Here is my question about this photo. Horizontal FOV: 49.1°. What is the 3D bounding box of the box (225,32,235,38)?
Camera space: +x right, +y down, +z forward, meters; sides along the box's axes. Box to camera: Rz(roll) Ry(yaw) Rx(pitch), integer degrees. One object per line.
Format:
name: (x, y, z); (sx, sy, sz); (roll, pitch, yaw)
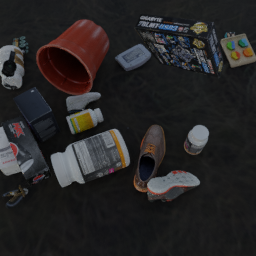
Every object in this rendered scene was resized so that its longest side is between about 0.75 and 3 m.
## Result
box: (4.933, -4.123, 13.413); (0.422, 0.252, 1.025); (2, 62, 1)

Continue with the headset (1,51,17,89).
headset: (-3.308, -1.651, 7.972); (0.508, 0.668, 1.082); (15, 71, -25)

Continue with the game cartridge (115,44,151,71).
game cartridge: (0.277, -3.246, 12.944); (1.485, 0.308, 0.989); (-32, 71, -16)

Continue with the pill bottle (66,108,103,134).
pill bottle: (-1.692, -0.313, 11.106); (1.335, 0.753, 0.753); (-21, 64, -11)

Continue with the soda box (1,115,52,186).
soda box: (-3.545, 0.760, 9.744); (0.836, 0.748, 2.362); (-25, 66, -20)

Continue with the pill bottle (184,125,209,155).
pill bottle: (2.550, 0.443, 10.418); (0.729, 1.252, 0.729); (0, 61, 0)

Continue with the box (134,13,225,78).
box: (1.820, -2.742, 9.470); (2.509, 2.528, 0.628); (20, 83, 30)

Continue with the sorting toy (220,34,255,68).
sorting toy: (5.119, -3.604, 12.927); (1.330, 0.262, 1.437); (-15, 79, -8)

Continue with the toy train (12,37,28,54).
toy train: (-5.048, -3.825, 13.071); (0.669, 0.501, 1.175); (-15, 50, -3)

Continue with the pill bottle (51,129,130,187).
pill bottle: (-1.322, 1.087, 9.958); (2.519, 1.466, 1.466); (-20, 64, -10)

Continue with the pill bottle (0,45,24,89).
pill bottle: (-5.059, -2.623, 12.190); (1.007, 1.007, 1.762); (-11, 62, -6)

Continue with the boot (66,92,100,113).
boot: (-1.829, -1.014, 11.672); (1.453, 0.534, 0.694); (-11, 69, 3)

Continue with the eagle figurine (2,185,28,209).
eagle figurine: (-3.996, 2.373, 9.895); (0.784, 0.592, 0.595); (-40, 21, 12)

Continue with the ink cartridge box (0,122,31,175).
ink cartridge box: (-4.218, 0.738, 10.549); (1.249, 0.706, 1.705); (-17, 63, -12)

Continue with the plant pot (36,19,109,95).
plant pot: (-2.082, -3.110, 11.803); (2.495, 2.495, 2.427); (20, 56, 10)

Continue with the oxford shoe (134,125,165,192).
oxford shoe: (0.881, 0.953, 10.298); (0.957, 0.979, 2.685); (11, 63, 6)

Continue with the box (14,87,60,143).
box: (-3.402, -0.461, 10.622); (0.904, 1.733, 1.282); (-33, 67, -16)

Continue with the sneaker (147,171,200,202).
sneaker: (1.549, 2.121, 9.911); (2.105, 0.862, 0.811); (-4, 32, -24)
